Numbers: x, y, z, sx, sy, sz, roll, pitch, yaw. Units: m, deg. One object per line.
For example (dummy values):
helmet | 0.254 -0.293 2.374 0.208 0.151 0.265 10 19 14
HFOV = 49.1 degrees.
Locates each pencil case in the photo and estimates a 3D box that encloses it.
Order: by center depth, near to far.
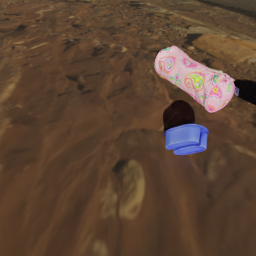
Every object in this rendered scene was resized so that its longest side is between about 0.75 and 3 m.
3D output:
pencil case | 1.899 -1.509 8.198 1.136 1.136 2.598 -17 41 -25

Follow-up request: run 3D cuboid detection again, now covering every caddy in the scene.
caddy | 1.204 0.201 5.821 0.934 0.661 0.490 -17 55 40
